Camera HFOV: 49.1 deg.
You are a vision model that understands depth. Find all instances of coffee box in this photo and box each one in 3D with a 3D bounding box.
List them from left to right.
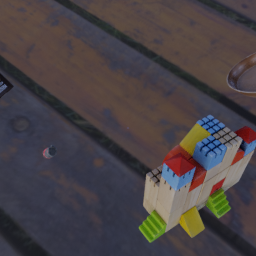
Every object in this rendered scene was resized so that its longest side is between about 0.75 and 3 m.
[{"bbox_3d":[-3.488,-1.175,6.539,1.322,0.528,0.747,48,38,-20],"label":"coffee box"}]

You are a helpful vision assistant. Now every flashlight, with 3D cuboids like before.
[{"bbox_3d":[-1.670,0.534,6.012,0.257,0.759,0.258,47,70,-12],"label":"flashlight"}]

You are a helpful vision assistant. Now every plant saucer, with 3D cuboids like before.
[{"bbox_3d":[2.870,-1.118,5.614,1.683,0.290,1.683,-24,31,15],"label":"plant saucer"}]

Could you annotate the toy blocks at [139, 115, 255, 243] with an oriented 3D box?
[{"bbox_3d":[1.443,0.715,5.436,2.916,1.993,1.457,-25,50,-25],"label":"toy blocks"}]
